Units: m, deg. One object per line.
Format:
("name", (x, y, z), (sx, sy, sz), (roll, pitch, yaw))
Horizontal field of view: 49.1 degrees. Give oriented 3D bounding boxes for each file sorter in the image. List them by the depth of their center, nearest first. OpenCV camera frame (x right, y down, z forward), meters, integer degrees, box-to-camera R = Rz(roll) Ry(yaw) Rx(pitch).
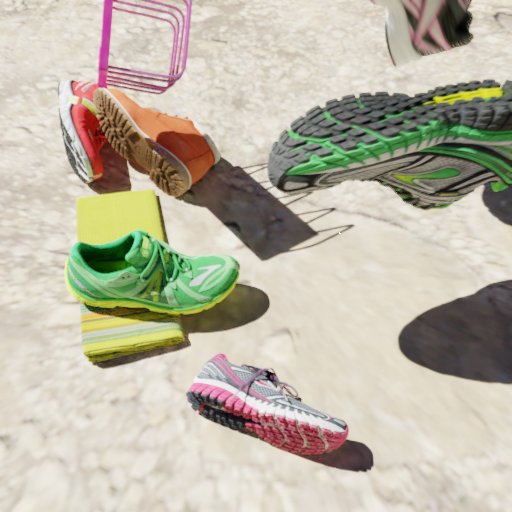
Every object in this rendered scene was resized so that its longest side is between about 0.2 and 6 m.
("file sorter", (-1.578, -2.984, 7.763), (1.126, 1.247, 1.795), (5, 8, -17))

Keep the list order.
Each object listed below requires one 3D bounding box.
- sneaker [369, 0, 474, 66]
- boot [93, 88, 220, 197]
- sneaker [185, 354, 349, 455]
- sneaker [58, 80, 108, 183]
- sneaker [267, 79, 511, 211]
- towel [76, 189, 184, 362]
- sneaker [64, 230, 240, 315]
("sneaker", (2.334, -3.886, 7.667), (1.343, 3.111, 1.250), (0, 78, 25))
("boot", (-1.700, -2.116, 9.547), (2.332, 0.875, 1.251), (44, 56, 6))
("sneaker", (0.159, 1.680, 6.509), (1.920, 0.774, 0.717), (18, 50, 16))
("sneaker", (-2.849, -2.350, 9.848), (1.122, 1.017, 2.642), (-9, 50, -14))
("sneaker", (1.740, -1.048, 6.316), (3.320, 1.414, 1.295), (-9, 32, -13))
("towel", (-1.927, 0.139, 8.204), (1.301, 0.273, 3.023), (-7, 49, -13))
("sneaker", (-1.344, 0.200, 7.356), (2.318, 0.969, 0.859), (-1, 46, -8))
